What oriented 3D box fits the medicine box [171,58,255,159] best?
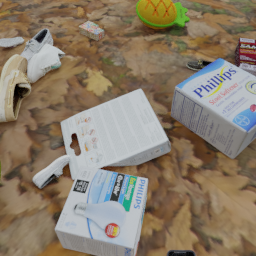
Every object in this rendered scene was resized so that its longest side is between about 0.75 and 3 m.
[{"bbox_3d":[3.087,-0.725,8.859,2.323,1.312,2.550,-34,57,-27],"label":"medicine box"}]

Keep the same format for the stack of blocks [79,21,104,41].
[{"bbox_3d":[-1.603,-4.425,12.741,1.137,0.333,0.655,32,56,25],"label":"stack of blocks"}]

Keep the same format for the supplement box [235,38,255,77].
[{"bbox_3d":[4.856,-2.638,10.965,1.181,0.661,2.171,11,49,9],"label":"supplement box"}]

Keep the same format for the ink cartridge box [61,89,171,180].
[{"bbox_3d":[-0.467,0.233,8.648,2.911,0.688,2.330,-23,52,1],"label":"ink cartridge box"}]

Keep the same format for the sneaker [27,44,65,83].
[{"bbox_3d":[-3.112,-2.468,10.813,0.966,0.822,2.184,19,50,-3],"label":"sneaker"}]

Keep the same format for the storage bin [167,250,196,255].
[{"bbox_3d":[1.162,3.170,6.007,0.633,0.439,0.936,0,44,0],"label":"storage bin"}]

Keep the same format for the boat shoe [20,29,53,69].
[{"bbox_3d":[-3.810,-3.271,11.430,0.826,0.786,2.295,20,52,17],"label":"boat shoe"}]

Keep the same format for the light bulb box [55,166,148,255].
[{"bbox_3d":[-0.517,2.009,6.623,1.737,1.084,1.722,9,50,8],"label":"light bulb box"}]

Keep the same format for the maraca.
[{"bbox_3d":[1.602,-5.321,12.902,2.540,1.359,1.741,1,70,-12],"label":"maraca"}]

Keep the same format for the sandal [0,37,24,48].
[{"bbox_3d":[-5.068,-3.649,12.127,1.170,0.287,0.476,-22,67,-34],"label":"sandal"}]

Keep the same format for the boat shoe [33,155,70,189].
[{"bbox_3d":[-2.050,1.217,7.786,1.189,0.428,0.407,-34,69,-28],"label":"boat shoe"}]

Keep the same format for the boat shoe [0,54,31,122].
[{"bbox_3d":[-3.852,-1.359,9.674,0.994,1.059,2.873,5,58,2],"label":"boat shoe"}]

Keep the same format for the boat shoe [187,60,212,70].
[{"bbox_3d":[2.939,-2.491,11.031,1.216,0.366,0.433,12,50,10],"label":"boat shoe"}]
